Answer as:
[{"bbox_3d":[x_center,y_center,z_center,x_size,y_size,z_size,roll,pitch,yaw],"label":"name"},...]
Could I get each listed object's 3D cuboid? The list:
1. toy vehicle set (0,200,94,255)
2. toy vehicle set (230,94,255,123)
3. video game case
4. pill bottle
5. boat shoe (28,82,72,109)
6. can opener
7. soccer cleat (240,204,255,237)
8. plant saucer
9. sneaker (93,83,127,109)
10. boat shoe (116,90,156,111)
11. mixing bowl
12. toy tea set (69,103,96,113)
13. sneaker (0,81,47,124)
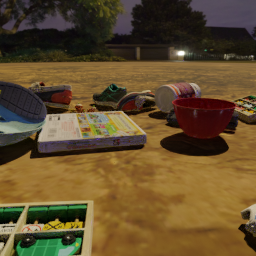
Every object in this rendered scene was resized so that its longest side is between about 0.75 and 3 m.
[{"bbox_3d":[-1.643,1.353,2.932,2.505,0.332,1.557,-1,16,-5],"label":"toy vehicle set"},{"bbox_3d":[4.241,-0.716,9.682,1.183,0.252,1.905,-18,17,-2],"label":"toy vehicle set"},{"bbox_3d":[-1.082,0.000,7.712,2.522,0.317,2.772,-4,15,-13],"label":"video game case"},{"bbox_3d":[1.931,-1.193,10.586,1.767,1.009,1.009,-15,22,-41],"label":"pill bottle"},{"bbox_3d":[-3.378,-1.369,11.066,2.863,0.896,1.019,10,4,30],"label":"boat shoe"},{"bbox_3d":[2.195,-0.229,8.441,2.065,0.551,0.690,9,51,26],"label":"can opener"},{"bbox_3d":[1.684,1.271,3.385,0.403,0.326,0.933,-20,16,5],"label":"soccer cleat"},{"bbox_3d":[-3.480,-0.039,6.792,2.860,0.551,2.860,9,14,-2],"label":"plant saucer"},{"bbox_3d":[-0.680,-1.349,11.273,2.033,0.927,0.789,14,21,42],"label":"sneaker"},{"bbox_3d":[0.389,-0.935,10.421,1.969,0.701,0.616,-19,63,-45],"label":"boat shoe"},{"bbox_3d":[1.995,-0.250,7.508,1.645,0.891,1.645,0,17,0],"label":"mixing bowl"},{"bbox_3d":[-1.552,-0.707,9.884,0.992,0.367,0.590,2,7,16],"label":"toy tea set"},{"bbox_3d":[-3.393,-0.576,7.103,2.621,1.078,0.969,16,44,-11],"label":"sneaker"}]
